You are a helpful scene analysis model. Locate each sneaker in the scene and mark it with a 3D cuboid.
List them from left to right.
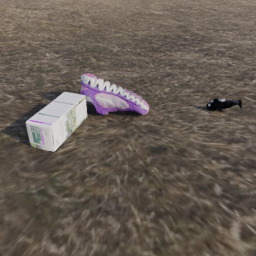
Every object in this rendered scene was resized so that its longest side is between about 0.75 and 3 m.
[{"bbox_3d":[-0.473,-0.787,8.291,2.191,0.969,0.881,22,12,-3],"label":"sneaker"}]

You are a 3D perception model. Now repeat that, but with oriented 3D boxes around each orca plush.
[{"bbox_3d":[2.843,-0.598,8.356,1.034,0.544,0.367,5,62,21],"label":"orca plush"}]

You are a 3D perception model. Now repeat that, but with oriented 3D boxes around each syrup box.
[{"bbox_3d":[-1.818,-0.228,7.438,0.750,0.726,1.843,11,34,17],"label":"syrup box"}]
